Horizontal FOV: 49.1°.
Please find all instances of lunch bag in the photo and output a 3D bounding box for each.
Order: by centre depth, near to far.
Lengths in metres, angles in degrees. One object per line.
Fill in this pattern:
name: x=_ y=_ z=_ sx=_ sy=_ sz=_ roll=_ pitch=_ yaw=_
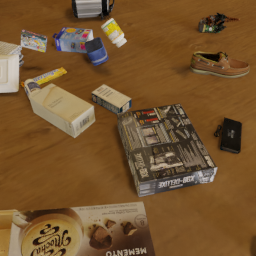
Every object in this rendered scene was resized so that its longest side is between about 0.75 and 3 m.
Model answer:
lunch bag: x=-1.293 y=-3.145 z=11.548 sx=0.752 sy=0.732 sz=1.107 roll=-20 pitch=47 yaw=3

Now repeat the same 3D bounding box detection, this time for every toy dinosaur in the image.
toy dinosaur: x=2.951 y=-3.506 z=9.056 sx=1.178 sy=0.602 sz=0.799 roll=-17 pitch=24 yaw=24

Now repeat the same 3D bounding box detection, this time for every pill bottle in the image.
pill bottle: x=-0.456 y=-3.231 z=9.580 sx=0.506 sy=0.897 sz=0.506 roll=-35 pitch=16 yaw=11
pill bottle: x=-3.351 y=-1.338 z=9.910 sx=0.510 sy=0.510 sz=0.918 roll=-22 pitch=50 yaw=-20

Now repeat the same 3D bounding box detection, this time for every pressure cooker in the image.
pressure cooker: x=-1.782 y=-6.628 z=14.121 sx=2.185 sy=1.922 sz=1.952 roll=-6 pitch=44 yaw=-7

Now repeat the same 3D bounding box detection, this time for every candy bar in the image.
candy bar: x=-3.210 y=-1.902 z=10.688 sx=1.804 sy=0.200 sz=0.450 roll=-29 pitch=52 yaw=-26

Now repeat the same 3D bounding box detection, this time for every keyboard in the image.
keyboard: x=3.076 y=0.192 z=8.657 sx=0.816 sy=0.174 sz=1.359 roll=18 pitch=47 yaw=8

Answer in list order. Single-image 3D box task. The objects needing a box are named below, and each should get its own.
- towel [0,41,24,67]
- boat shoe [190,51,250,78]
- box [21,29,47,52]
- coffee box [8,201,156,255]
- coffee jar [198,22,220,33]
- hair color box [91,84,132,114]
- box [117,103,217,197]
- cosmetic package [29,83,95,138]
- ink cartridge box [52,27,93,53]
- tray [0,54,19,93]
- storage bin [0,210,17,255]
towel: x=-5.258 y=-2.530 z=10.873 sx=1.669 sy=0.863 sz=2.016 roll=16 pitch=49 yaw=17
boat shoe: x=3.601 y=-2.503 z=10.854 sx=2.319 sy=0.788 sz=0.834 roll=2 pitch=46 yaw=2
box: x=-3.380 y=-3.123 z=10.068 sx=0.879 sy=0.601 sz=0.166 roll=13 pitch=45 yaw=-10
coffee box: x=-0.886 y=2.454 z=5.543 sx=2.659 sy=1.061 sz=1.503 roll=0 pitch=45 yaw=-12
coffee jar: x=3.891 y=-4.836 z=13.391 sx=1.043 sy=0.445 sz=0.544 roll=3 pitch=47 yaw=2
hair color box: x=-0.567 y=-0.972 z=9.629 sx=1.293 sy=0.391 sz=0.647 roll=31 pitch=53 yaw=27
box: x=0.970 y=0.491 z=7.996 sx=2.090 sy=0.660 sz=2.651 roll=-10 pitch=46 yaw=-10
cosmetic package: x=-2.113 y=-0.604 z=9.055 sx=1.947 sy=0.712 sz=1.008 roll=28 pitch=52 yaw=24
ink cartridge box: x=-2.476 y=-3.896 z=12.362 sx=1.646 sy=0.628 sz=1.123 roll=5 pitch=45 yaw=8
tray: x=-5.120 y=-1.898 z=9.895 sx=2.565 sy=0.284 sz=1.377 roll=-3 pitch=84 yaw=7
storage bin: x=-3.073 y=2.691 z=5.749 sx=1.684 sy=0.795 sz=1.696 roll=-4 pitch=45 yaw=-4
